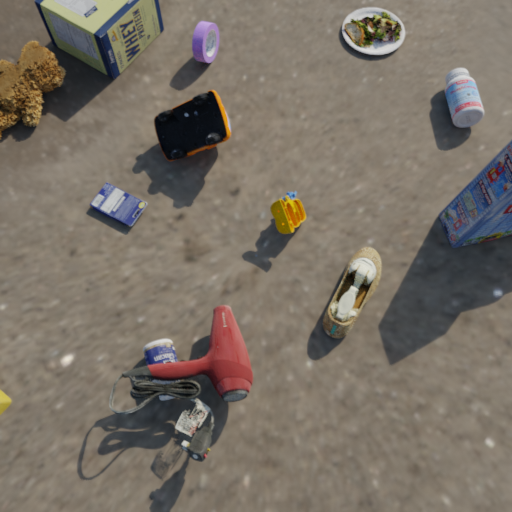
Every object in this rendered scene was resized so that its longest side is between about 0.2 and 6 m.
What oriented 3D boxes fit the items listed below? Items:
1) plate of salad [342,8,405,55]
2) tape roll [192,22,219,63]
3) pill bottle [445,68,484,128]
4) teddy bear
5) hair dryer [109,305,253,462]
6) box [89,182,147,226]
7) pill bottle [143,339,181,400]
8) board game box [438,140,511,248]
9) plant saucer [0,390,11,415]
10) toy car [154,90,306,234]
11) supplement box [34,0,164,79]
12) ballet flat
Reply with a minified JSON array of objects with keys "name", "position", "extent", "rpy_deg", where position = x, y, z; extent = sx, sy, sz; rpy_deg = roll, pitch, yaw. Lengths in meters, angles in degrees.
[{"name":"plate of salad","position":[2.644,-5.104,12.566],"extent":[1.411,0.339,1.411],"rpy_deg":[0,66,0]},{"name":"tape roll","position":[-1.084,-4.599,12.067],"extent":[0.266,0.811,0.811],"rpy_deg":[16,67,15]},{"name":"pill bottle","position":[4.281,-3.290,11.611],"extent":[0.623,0.623,1.145],"rpy_deg":[-5,66,-2]},{"name":"teddy bear","position":[-5.042,-3.343,11.665],"extent":[1.691,0.779,2.332],"rpy_deg":[23,76,17]},{"name":"hair dryer","position":[-0.967,1.773,8.920],"extent":[1.872,0.668,2.458],"rpy_deg":[32,57,7]},{"name":"box","position":[-2.651,-0.974,10.850],"extent":[0.981,0.159,0.594],"rpy_deg":[27,69,13]},{"name":"pill bottle","position":[-1.543,1.913,9.393],"extent":[0.514,0.514,0.926],"rpy_deg":[-17,68,-7]},{"name":"board game box","position":[4.840,-1.261,9.646],"extent":[2.591,2.590,0.799],"rpy_deg":[-12,67,-5]},{"name":"plant saucer","position":[-4.743,2.477,9.269],"extent":[0.948,0.230,0.948],"rpy_deg":[37,71,11]},{"name":"toy car","position":[-0.494,-1.664,10.992],"extent":[3.451,1.693,1.148],"rpy_deg":[57,32,4]},{"name":"supplement box","position":[-3.321,-5.187,12.110],"extent":[1.820,1.223,1.822],"rpy_deg":[32,70,13]},{"name":"ballet flat","position":[1.774,0.576,9.920],"extent":[0.670,0.621,1.901],"rpy_deg":[23,68,10]}]
